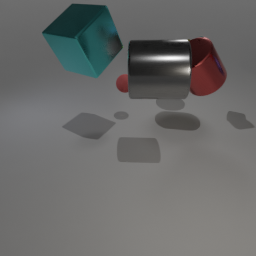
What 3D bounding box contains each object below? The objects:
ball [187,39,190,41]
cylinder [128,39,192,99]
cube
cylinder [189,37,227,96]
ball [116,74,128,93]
[{"bbox_3d":[2.288,-2.754,11.011,1.400,1.400,1.400,0,31,0],"label":"ball"},{"bbox_3d":[0.726,-1.399,6.763,1.400,1.400,1.400,0,31,3],"label":"cylinder"},{"bbox_3d":[-1.237,-2.490,7.960,1.400,1.400,1.400,20,63,34],"label":"cube"},{"bbox_3d":[2.390,-2.021,9.355,1.400,1.400,1.400,-23,45,25],"label":"cylinder"},{"bbox_3d":[-0.109,-1.689,10.624,0.700,0.700,0.700,0,31,0],"label":"ball"}]
